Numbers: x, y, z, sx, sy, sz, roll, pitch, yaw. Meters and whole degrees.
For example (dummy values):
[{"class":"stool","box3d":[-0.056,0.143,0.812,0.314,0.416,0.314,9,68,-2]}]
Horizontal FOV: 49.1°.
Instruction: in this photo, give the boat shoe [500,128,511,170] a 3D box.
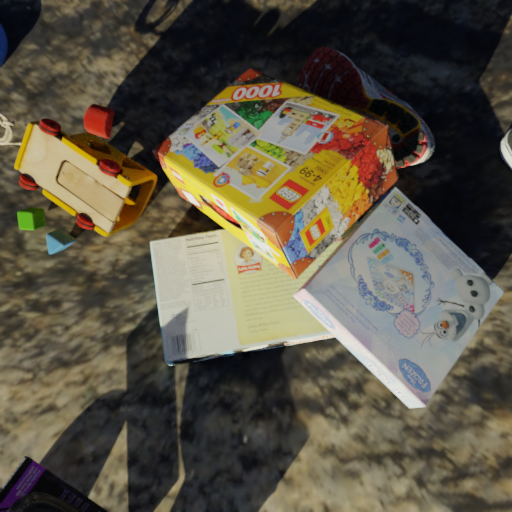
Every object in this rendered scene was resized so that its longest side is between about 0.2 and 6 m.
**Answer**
[{"class":"boat shoe","box3d":[5.415,-1.251,9.368,1.049,0.970,2.841,-34,77,-9]}]

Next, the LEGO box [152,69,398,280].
[{"class":"LEGO box","box3d":[0.238,-1.401,8.646,2.262,1.172,3.038,-44,50,-13]}]

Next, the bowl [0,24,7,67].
[{"class":"bowl","box3d":[-5.651,-3.959,10.462,1.866,0.366,1.866,0,74,0]}]

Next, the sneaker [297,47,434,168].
[{"class":"sneaker","box3d":[1.859,-2.510,9.755,2.949,1.211,1.148,50,119,22]}]

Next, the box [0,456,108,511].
[{"class":"box","box3d":[-2.841,3.918,7.729,1.944,0.351,1.390,40,59,-11]}]

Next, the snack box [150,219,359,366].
[{"class":"snack box","box3d":[0.125,0.484,9.044,3.413,0.633,1.983,-9,74,-3]}]

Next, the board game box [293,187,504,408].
[{"class":"board game box","box3d":[2.211,0.581,8.522,2.411,0.523,2.399,44,66,1]}]

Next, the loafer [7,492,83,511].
[{"class":"loafer","box3d":[-2.057,4.263,7.207,2.988,1.080,1.088,52,58,-11]}]

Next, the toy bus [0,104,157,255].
[{"class":"toy bus","box3d":[-2.860,-1.423,9.268,2.275,1.246,2.411,-9,103,22]}]
